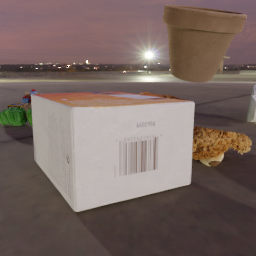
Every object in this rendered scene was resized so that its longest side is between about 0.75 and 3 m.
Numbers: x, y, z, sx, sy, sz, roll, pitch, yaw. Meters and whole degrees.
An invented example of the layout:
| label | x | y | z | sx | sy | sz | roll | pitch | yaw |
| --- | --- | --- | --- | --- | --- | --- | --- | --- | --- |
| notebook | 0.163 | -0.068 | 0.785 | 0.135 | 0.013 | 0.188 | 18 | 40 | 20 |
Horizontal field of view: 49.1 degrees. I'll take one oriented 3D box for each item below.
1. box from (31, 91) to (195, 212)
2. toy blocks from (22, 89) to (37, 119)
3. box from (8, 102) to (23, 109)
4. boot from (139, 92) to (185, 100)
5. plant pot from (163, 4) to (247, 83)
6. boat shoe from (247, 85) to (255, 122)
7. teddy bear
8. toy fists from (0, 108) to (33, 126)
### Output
| label | x | y | z | sx | sy | sz | roll | pitch | yaw |
| --- | --- | --- | --- | --- | --- | --- | --- | --- | --- |
| box | -0.380 | 0.102 | 4.163 | 1.662 | 1.161 | 2.183 | -6 | 13 | -29 |
| toy blocks | -3.294 | -0.866 | 9.658 | 0.668 | 0.913 | 1.336 | 0 | 12 | 0 |
| box | -3.914 | -0.813 | 10.972 | 1.014 | 0.313 | 1.270 | 0 | 11 | 8 |
| boot | 1.336 | -0.998 | 10.931 | 1.525 | 0.726 | 1.971 | 16 | 22 | 42 |
| plant pot | 2.045 | -2.447 | 8.184 | 2.244 | 1.957 | 2.244 | 4 | 27 | -2 |
| boat shoe | 4.487 | -0.786 | 9.195 | 0.909 | 1.045 | 2.835 | 12 | 19 | 23 |
| teddy bear | 1.435 | 0.293 | 5.039 | 1.331 | 0.613 | 1.836 | 6 | 3 | -5 |
| toy fists | -2.935 | -0.350 | 8.124 | 1.573 | 0.541 | 0.802 | -2 | 4 | -4 |
